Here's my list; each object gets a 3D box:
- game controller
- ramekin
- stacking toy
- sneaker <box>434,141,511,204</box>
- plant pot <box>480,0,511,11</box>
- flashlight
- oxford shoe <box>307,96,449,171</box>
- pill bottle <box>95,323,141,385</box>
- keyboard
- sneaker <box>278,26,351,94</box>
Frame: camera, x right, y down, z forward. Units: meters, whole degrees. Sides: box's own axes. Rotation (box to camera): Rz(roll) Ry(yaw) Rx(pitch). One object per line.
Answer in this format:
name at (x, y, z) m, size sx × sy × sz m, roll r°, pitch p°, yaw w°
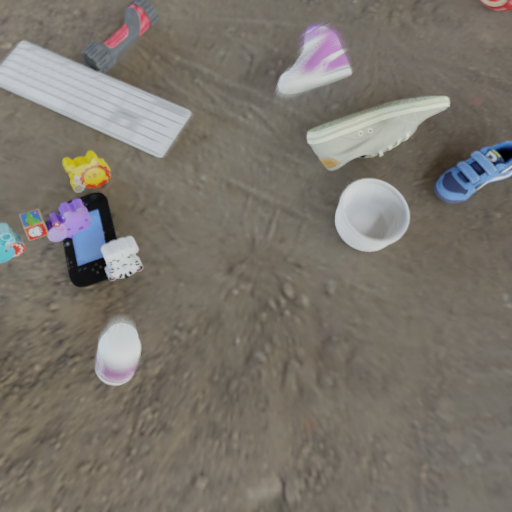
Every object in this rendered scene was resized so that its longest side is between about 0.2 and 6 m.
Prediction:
game controller at (-2.635, -0.266, 8.865) m, size 0.837 × 0.338 × 1.604 m, roll -16°, pitch 63°, yaw -8°
ramekin at (1.774, -0.593, 8.800) m, size 1.111 × 0.583 × 1.111 m, roll 4°, pitch 67°, yaw -10°
stacking toy at (-3.372, -0.323, 8.402) m, size 2.955 × 0.694 × 2.228 m, roll -20°, pitch 55°, yaw -18°
sneaker at (3.669, -1.429, 9.279) m, size 1.619 × 0.666 × 0.599 m, roll -28°, pitch 68°, yaw -12°
plant pot at (5.158, -5.709, 11.033) m, size 1.418 × 1.557 × 1.557 m, roll -33°, pitch 67°, yaw -6°
flashlight at (-2.638, -4.254, 10.771) m, size 0.589 × 0.591 × 1.739 m, roll 32°, pitch 67°, yaw 18°
oxford shoe at (2.137, -2.155, 9.626) m, size 2.789 × 1.049 × 0.805 m, roll -23°, pitch 106°, yaw -20°
pill bottle at (-1.835, 1.299, 7.472) m, size 0.551 × 0.981 × 0.551 m, roll 10°, pitch 54°, yaw -14°
keyboard at (-3.097, -2.927, 10.304) m, size 3.831 × 0.204 × 1.078 m, roll 25°, pitch 66°, yaw 13°
sneaker at (0.893, -3.445, 9.773) m, size 1.779 × 0.645 × 1.014 m, roll -30°, pitch 106°, yaw -43°
